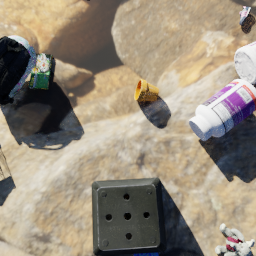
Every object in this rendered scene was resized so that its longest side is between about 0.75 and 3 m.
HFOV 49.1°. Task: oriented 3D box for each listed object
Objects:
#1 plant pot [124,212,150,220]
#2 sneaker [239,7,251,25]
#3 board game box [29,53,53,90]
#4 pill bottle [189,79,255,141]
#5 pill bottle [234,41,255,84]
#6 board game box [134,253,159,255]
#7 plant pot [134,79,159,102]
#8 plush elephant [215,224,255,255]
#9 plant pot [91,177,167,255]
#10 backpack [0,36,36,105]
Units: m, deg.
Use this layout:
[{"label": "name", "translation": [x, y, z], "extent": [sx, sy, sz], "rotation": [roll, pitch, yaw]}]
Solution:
[{"label": "plant pot", "translation": [0.368, 3.073, 10.125], "extent": [0.983, 0.961, 0.955], "rotation": [-28, 81, -13]}, {"label": "sneaker", "translation": [4.870, -4.755, 11.894], "extent": [0.368, 0.315, 0.897], "rotation": [27, 78, 23]}, {"label": "board game box", "translation": [-3.573, -2.328, 11.480], "extent": [0.775, 0.174, 1.480], "rotation": [6, 80, -1]}, {"label": "pill bottle", "translation": [3.570, -0.624, 10.523], "extent": [2.507, 1.410, 1.410], "rotation": [-36, 82, -6]}, {"label": "pill bottle", "translation": [5.723, -2.866, 10.882], "extent": [2.721, 1.528, 1.528], "rotation": [-23, 80, -4]}, {"label": "board game box", "translation": [0.671, 4.718, 10.125], "extent": [0.891, 0.264, 1.172], "rotation": [-8, 80, -2]}, {"label": "plant pot", "translation": [0.758, -1.408, 11.025], "extent": [0.781, 0.853, 0.853], "rotation": [13, 79, -14]}, {"label": "plush elephant", "translation": [3.857, 4.177, 9.837], "extent": [1.320, 1.022, 1.087], "rotation": [22, 80, 4]}, {"label": "plant pot", "translation": [-0.020, 2.900, 9.288], "extent": [2.652, 2.353, 2.646], "rotation": [-3, 73, 0]}, {"label": "backpack", "translation": [-4.592, -2.337, 10.497], "extent": [2.022, 1.534, 2.423], "rotation": [38, 103, -21]}]
